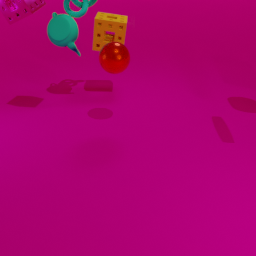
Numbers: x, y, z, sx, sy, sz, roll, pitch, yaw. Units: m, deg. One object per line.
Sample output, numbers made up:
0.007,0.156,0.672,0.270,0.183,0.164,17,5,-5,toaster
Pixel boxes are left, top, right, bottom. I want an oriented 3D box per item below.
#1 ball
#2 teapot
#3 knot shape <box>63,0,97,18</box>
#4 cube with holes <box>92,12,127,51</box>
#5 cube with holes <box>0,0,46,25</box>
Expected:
-0.381,-1.982,7.935,0.895,0.895,0.895,0,28,0,ball
-2.207,-3.336,9.884,1.112,1.788,0.876,-31,-5,12,teapot
-1.707,-4.571,9.598,1.301,1.217,0.601,-39,41,-11,knot shape
-0.656,-3.524,10.374,1.118,1.118,1.118,7,33,-4,cube with holes
-2.971,-3.503,7.640,0.845,0.845,0.845,-12,35,26,cube with holes
